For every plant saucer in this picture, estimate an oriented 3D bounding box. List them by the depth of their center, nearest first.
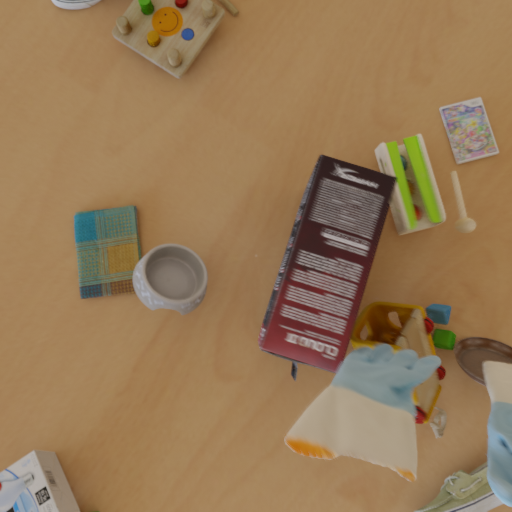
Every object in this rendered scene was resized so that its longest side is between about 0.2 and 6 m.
[{"bbox_3d":[4.315,1.995,10.215,1.434,1.434,0.230,6,119,1],"label":"plant saucer"}]

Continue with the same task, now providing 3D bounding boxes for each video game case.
[{"bbox_3d":[4.239,-2.497,11.164,0.858,0.108,1.199,-15,83,-2],"label":"video game case"}]

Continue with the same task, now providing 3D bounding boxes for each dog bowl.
[{"bbox_3d":[-1.498,0.385,10.085,1.373,0.403,1.373,11,58,-18],"label":"dog bowl"}]

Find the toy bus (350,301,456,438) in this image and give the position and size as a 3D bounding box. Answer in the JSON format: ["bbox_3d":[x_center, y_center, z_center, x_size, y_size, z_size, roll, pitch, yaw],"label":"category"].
[{"bbox_3d":[2.519,1.986,10.062,1.266,2.312,2.450,5,85,39],"label":"toy bus"}]

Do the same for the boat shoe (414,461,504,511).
[{"bbox_3d":[3.835,4.309,10.203,2.458,0.885,0.762,-20,68,-10],"label":"boat shoe"}]

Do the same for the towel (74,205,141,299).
[{"bbox_3d":[-2.872,-0.075,10.905,1.258,0.186,1.716,-6,85,-1],"label":"towel"}]

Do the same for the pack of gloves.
[{"bbox_3d":[2.473,2.156,6.988,3.224,3.838,0.757,11,103,21],"label":"pack of gloves"}]

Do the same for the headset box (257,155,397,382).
[{"bbox_3d":[1.045,0.375,9.615,1.351,2.604,3.500,16,84,2],"label":"headset box"}]

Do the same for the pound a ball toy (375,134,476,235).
[{"bbox_3d":[3.173,-1.247,10.676,1.321,0.861,2.026,-15,84,-3],"label":"pound a ball toy"}]

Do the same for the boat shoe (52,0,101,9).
[{"bbox_3d":[-3.169,-5.577,11.180,2.096,0.743,0.755,-16,84,-2],"label":"boat shoe"}]

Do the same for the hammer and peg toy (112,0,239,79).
[{"bbox_3d":[-1.497,-4.855,11.058,1.739,0.834,2.364,34,85,3],"label":"hammer and peg toy"}]

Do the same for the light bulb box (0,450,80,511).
[{"bbox_3d":[-4.062,4.361,9.956,1.269,0.792,1.258,-34,65,-4],"label":"light bulb box"}]
